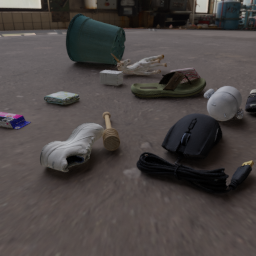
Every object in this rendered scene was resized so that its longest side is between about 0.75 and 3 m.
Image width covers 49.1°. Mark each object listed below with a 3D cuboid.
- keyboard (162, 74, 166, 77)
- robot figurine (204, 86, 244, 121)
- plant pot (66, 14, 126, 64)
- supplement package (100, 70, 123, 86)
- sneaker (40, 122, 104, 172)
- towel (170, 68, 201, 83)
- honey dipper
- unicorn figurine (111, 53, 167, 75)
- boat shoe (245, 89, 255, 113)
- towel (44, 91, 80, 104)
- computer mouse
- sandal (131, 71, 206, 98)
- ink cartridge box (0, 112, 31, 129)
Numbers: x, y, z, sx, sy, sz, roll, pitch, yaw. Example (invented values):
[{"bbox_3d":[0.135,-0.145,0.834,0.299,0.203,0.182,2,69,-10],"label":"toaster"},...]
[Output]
[{"bbox_3d":[1.955,-2.382,13.080,0.597,0.097,0.939,-10,23,-38],"label":"keyboard"},{"bbox_3d":[2.844,-0.720,8.234,1.264,0.842,1.491,34,35,16],"label":"robot figurine"},{"bbox_3d":[-1.712,-4.915,16.139,2.685,2.741,2.741,16,27,14],"label":"plant pot"},{"bbox_3d":[-0.706,-2.157,12.007,0.879,0.514,0.515,10,25,23],"label":"supplement package"},{"bbox_3d":[-1.036,0.443,5.985,0.724,0.619,1.662,24,41,28],"label":"sneaker"},{"bbox_3d":[2.322,-2.017,11.073,0.932,0.190,1.273,-4,-15,29],"label":"towel"},{"bbox_3d":[-0.518,-0.026,7.264,0.400,0.400,2.104,-4,21,-8],"label":"honey dipper"},{"bbox_3d":[0.714,-3.081,13.765,1.986,1.068,2.892,-1,7,23],"label":"unicorn figurine"},{"bbox_3d":[4.564,-0.446,8.133,2.297,0.835,0.720,26,76,36],"label":"boat shoe"},{"bbox_3d":[-2.298,-1.046,9.795,0.985,0.237,0.843,13,24,29],"label":"towel"},{"bbox_3d":[1.722,0.300,6.069,2.063,0.676,2.938,15,28,33],"label":"computer mouse"},{"bbox_3d":[1.572,-1.665,10.445,2.926,0.835,1.162,-5,24,-11],"label":"sandal"},{"bbox_3d":[-3.392,-0.218,7.904,1.168,0.217,0.553,10,25,18],"label":"ink cartridge box"}]
